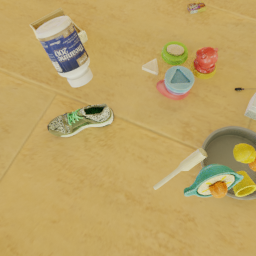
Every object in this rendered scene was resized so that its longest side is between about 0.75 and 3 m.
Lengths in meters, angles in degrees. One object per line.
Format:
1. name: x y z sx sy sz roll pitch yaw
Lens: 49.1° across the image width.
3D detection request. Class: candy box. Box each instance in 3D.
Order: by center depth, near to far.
1. candy box: 3.444 -6.050 14.076 0.842 0.238 0.491 -14 65 -8

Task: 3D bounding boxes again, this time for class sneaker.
1. sneaker: -1.883 -0.487 10.944 2.684 1.189 1.032 -17 66 -8

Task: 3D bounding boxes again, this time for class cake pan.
1. cake pan: 4.072 1.295 10.482 2.833 0.519 2.833 0 65 0

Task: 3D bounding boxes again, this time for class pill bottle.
1. pill bottle: -1.999 -2.460 9.302 1.185 2.136 1.185 -15 39 13

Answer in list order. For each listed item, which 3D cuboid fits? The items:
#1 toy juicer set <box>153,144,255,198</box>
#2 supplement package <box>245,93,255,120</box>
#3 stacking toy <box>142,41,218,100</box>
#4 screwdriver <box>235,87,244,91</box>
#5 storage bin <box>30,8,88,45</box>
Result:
1. toy juicer set: 2.324 1.180 6.944 2.931 1.865 0.798 2 48 -21
2. supplement package: 5.254 -0.894 11.333 0.613 0.834 0.797 24 68 11
3. stacking toy: 2.238 -2.831 12.029 2.884 1.218 2.610 -42 72 -18
4. screwdriver: 5.101 -1.665 12.092 0.979 0.142 0.137 3 34 -1
5. storage bin: -3.139 -4.364 12.937 1.853 0.875 1.866 -37 70 -15
